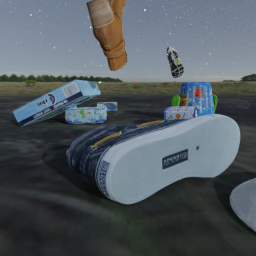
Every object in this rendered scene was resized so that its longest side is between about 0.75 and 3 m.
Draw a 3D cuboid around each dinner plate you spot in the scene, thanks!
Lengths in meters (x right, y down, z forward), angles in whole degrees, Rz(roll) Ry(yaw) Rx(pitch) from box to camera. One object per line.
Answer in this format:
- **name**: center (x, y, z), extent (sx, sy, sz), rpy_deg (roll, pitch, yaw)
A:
- **dinner plate**: center (2.172, 0.732, 2.627), extent (2.289, 0.277, 2.289), rpy_deg (-1, 9, 0)

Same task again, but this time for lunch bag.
- **lunch bag**: center (1.620, -0.333, 8.430), extent (0.946, 0.689, 1.113), rpy_deg (2, 16, 16)
- **lunch bag**: center (-1.416, -0.454, 9.605), extent (1.359, 0.560, 1.093), rpy_deg (-1, 9, 1)

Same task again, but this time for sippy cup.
- **sippy cup**: center (2.469, -0.969, 10.229), extent (1.503, 1.403, 1.914), rpy_deg (3, 8, 18)

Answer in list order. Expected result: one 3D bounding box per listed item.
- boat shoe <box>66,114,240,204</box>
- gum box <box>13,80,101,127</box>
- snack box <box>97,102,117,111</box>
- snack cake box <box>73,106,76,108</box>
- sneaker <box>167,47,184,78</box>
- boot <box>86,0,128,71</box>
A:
- **boat shoe**: center (0.438, 0.220, 3.810), extent (2.446, 0.865, 1.110), rpy_deg (-9, 16, -37)
- **gum box**: center (-2.281, -0.914, 9.676), extent (2.250, 0.590, 2.648), rpy_deg (-25, 4, 9)
- **snack box**: center (-1.106, -1.153, 14.923), extent (1.052, 0.422, 1.248), rpy_deg (-1, 7, -4)
- **snack cake box**: center (-3.585, -1.181, 14.353), extent (1.089, 0.636, 1.893), rpy_deg (5, 10, 21)
- **sneaker**: center (1.614, -2.282, 9.669), extent (0.467, 1.214, 0.515), rpy_deg (-18, 43, 6)
- **boot**: center (-0.378, -3.060, 8.759), extent (1.008, 2.041, 2.628), rpy_deg (-12, 26, 13)
